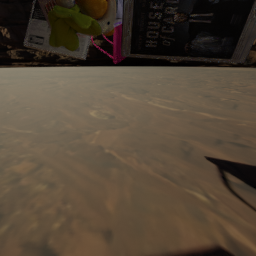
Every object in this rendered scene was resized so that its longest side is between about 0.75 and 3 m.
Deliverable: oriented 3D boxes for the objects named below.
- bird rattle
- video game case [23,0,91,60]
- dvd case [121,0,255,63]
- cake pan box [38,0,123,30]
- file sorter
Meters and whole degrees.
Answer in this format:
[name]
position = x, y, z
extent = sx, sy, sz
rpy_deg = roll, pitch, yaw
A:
[bird rattle]
position = -0.681, -1.787, 3.824
extent = 1.169, 1.434, 0.808
rpy_deg = -4, -8, -43
[video game case]
position = -1.885, -3.026, 7.914
extent = 2.033, 1.848, 0.237
rpy_deg = 16, 5, 18
[dvd case]
position = 1.263, -2.226, 5.429
extent = 2.730, 2.052, 0.338
rpy_deg = 2, 51, -2
[cake pan box]
position = -1.037, -3.091, 5.274
extent = 0.631, 2.413, 2.223
rpy_deg = -17, 13, 30
[file sorter]
position = -0.082, -3.749, 9.925
extent = 1.441, 1.597, 2.298
rpy_deg = 40, 63, 21
